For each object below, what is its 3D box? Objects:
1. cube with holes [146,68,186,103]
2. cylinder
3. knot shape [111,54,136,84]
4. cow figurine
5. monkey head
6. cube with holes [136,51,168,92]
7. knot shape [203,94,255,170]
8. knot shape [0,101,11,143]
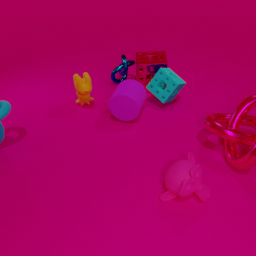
[{"bbox_3d":[1.351,-1.509,9.887,0.854,0.854,0.854,45,27,13],"label":"cube with holes"},{"bbox_3d":[-0.005,-0.907,9.064,1.005,1.005,1.005,8,39,12],"label":"cylinder"},{"bbox_3d":[-0.179,-2.445,11.267,0.584,1.183,1.264,32,73,2],"label":"knot shape"},{"bbox_3d":[-1.507,-1.271,9.577,0.662,1.187,1.206,-12,22,-13],"label":"cow figurine"},{"bbox_3d":[1.322,1.204,6.250,1.322,0.951,0.797,-53,22,-14],"label":"monkey head"},{"bbox_3d":[0.915,-2.217,11.008,1.172,1.172,1.172,-2,37,3],"label":"cube with holes"},{"bbox_3d":[3.036,0.149,7.218,2.092,0.967,1.958,-8,50,26],"label":"knot shape"},{"bbox_3d":[-3.690,-0.036,7.185,0.722,1.562,1.462,28,4,-2],"label":"knot shape"}]
